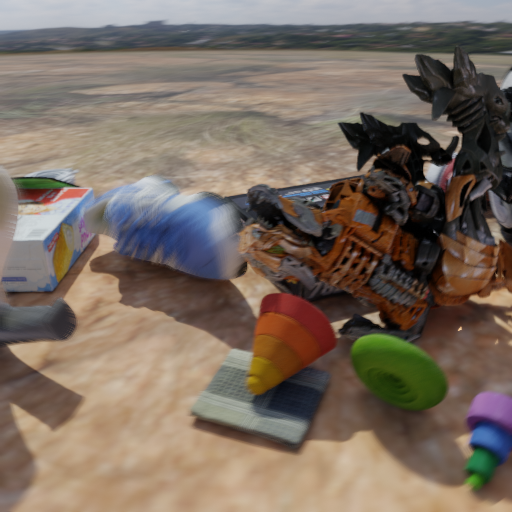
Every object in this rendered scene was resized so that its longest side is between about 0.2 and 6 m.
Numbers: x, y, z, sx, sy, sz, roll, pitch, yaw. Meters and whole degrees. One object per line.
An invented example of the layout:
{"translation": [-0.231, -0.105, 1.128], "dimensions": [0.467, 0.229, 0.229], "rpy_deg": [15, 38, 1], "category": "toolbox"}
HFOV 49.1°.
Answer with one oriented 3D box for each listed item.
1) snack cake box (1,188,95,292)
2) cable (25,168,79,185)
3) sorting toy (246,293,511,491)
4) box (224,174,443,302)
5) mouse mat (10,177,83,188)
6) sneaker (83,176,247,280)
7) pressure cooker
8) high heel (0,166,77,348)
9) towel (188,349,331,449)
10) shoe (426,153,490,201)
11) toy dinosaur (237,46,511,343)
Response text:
{"translation": [-3.474, -0.333, 8.651], "dimensions": [1.388, 0.811, 2.414], "rpy_deg": [-1, 24, 2], "category": "snack cake box"}
{"translation": [-4.374, -1.524, 11.804], "dimensions": [1.078, 0.373, 1.078], "rpy_deg": [1, 26, 4], "category": "cable"}
{"translation": [0.990, 1.312, 5.242], "dimensions": [2.766, 0.959, 0.953], "rpy_deg": [22, 54, 25], "category": "sorting toy"}
{"translation": [1.343, -0.434, 9.013], "dimensions": [2.965, 0.737, 2.943], "rpy_deg": [-10, 26, -20], "category": "box"}
{"translation": [-4.888, -1.165, 10.038], "dimensions": [3.166, 0.119, 2.547], "rpy_deg": [-6, 2, -2], "category": "mouse mat"}
{"translation": [-1.349, -0.305, 8.121], "dimensions": [1.309, 1.287, 3.399], "rpy_deg": [-19, 24, -33], "category": "sneaker"}
{"translation": [5.076, -1.728, 8.867], "dimensions": [3.388, 3.026, 2.979], "rpy_deg": [0, -5, 7], "category": "pressure cooker"}
{"translation": [-3.231, -0.101, 5.725], "dimensions": [1.942, 2.724, 0.972], "rpy_deg": [-9, 28, 29], "category": "high heel"}
{"translation": [0.052, 1.411, 5.656], "dimensions": [1.162, 0.201, 1.119], "rpy_deg": [12, 30, 19], "category": "towel"}
{"translation": [4.439, -1.506, 10.966], "dimensions": [1.296, 1.018, 2.850], "rpy_deg": [16, 25, 39], "category": "shoe"}
{"translation": [2.053, -0.406, 7.071], "dimensions": [4.640, 3.149, 2.370], "rpy_deg": [14, -17, -39], "category": "toy dinosaur"}
